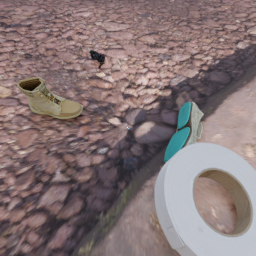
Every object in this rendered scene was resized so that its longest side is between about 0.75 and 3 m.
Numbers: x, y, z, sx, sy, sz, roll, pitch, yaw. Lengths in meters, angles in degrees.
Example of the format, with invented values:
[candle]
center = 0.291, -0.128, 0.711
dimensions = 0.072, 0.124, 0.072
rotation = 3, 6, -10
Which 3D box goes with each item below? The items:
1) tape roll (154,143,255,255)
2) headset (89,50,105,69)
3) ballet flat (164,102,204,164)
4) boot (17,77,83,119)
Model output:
[tape roll]
center = 1.713, 1.465, 5.410
dimensions = 2.510, 0.459, 2.510
rotation = 11, 56, -17
[headset]
center = -1.104, -2.496, 10.133
dimensions = 0.571, 0.434, 0.924
rotation = 21, 22, -43
[ballet flat]
center = 1.573, 0.204, 7.188
dimensions = 0.725, 0.784, 2.324
rotation = 39, 49, -14
[boot]
center = -2.103, -0.822, 7.664
dimensions = 1.580, 1.228, 0.575
rotation = 10, 62, 8
